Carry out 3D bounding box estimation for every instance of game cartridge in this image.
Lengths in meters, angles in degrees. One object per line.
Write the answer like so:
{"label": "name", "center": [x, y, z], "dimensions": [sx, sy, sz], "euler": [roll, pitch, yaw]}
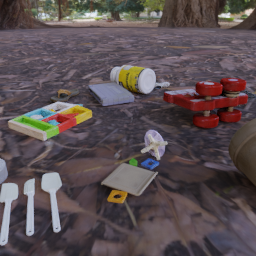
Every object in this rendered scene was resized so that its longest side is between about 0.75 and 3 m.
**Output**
{"label": "game cartridge", "center": [-0.852, -1.650, 13.447], "dimensions": [1.577, 0.467, 2.433], "euler": [-6, 25, -22]}

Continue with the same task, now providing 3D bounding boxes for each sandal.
{"label": "sandal", "center": [-2.973, -1.629, 13.244], "dimensions": [0.769, 0.514, 1.882], "euler": [14, 28, 27]}

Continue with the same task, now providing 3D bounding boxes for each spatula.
{"label": "spatula", "center": [-2.219, 1.730, 6.455], "dimensions": [1.452, 0.168, 2.089], "euler": [-7, 26, -17]}

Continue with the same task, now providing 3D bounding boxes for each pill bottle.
{"label": "pill bottle", "center": [0.191, -2.547, 14.378], "dimensions": [2.249, 1.252, 1.252], "euler": [19, 31, 39]}

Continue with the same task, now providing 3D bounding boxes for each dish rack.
{"label": "dish rack", "center": [4.767, -1.403, 12.798], "dimensions": [2.013, 0.549, 1.544], "euler": [-2, 26, -8]}

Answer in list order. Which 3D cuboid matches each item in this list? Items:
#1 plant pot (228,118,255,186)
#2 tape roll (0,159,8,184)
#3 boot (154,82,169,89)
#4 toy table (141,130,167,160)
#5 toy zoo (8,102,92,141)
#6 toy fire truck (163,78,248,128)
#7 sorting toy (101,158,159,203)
{"label": "plant pot", "center": [3.601, 0.872, 6.585], "dimensions": [1.942, 1.942, 1.685], "euler": [-2, 40, -4]}
{"label": "tape roll", "center": [-3.771, 1.189, 7.384], "dimensions": [1.068, 0.353, 1.068], "euler": [1, 24, 0]}
{"label": "boot", "center": [1.801, -2.217, 14.855], "dimensions": [0.829, 0.305, 0.396], "euler": [-5, 34, 4]}
{"label": "toy table", "center": [0.778, 0.512, 8.169], "dimensions": [0.786, 0.855, 0.501], "euler": [-32, 7, 14]}
{"label": "toy zoo", "center": [-2.791, -0.431, 10.912], "dimensions": [1.942, 0.303, 2.960], "euler": [16, 30, 31]}
{"label": "toy fire truck", "center": [3.135, -1.209, 11.133], "dimensions": [2.824, 1.583, 2.371], "euler": [-11, 24, -24]}
{"label": "sorting toy", "center": [0.046, 1.348, 7.161], "dimensions": [1.154, 0.279, 2.049], "euler": [9, 26, 28]}
